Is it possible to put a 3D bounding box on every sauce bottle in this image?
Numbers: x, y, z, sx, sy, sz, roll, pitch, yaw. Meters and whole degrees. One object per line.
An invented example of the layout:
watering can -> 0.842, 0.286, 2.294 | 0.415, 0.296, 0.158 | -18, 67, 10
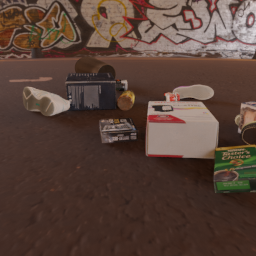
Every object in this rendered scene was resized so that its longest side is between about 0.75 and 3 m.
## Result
sauce bottle -> -0.053, -1.473, 14.016 | 0.773, 0.773, 2.342 | 1, 18, 3

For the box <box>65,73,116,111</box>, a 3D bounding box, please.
box -> -1.843, -1.878, 13.988 | 2.307, 1.454, 2.346 | -4, 21, -7

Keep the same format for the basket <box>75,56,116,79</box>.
basket -> -2.221, -4.122, 20.567 | 2.437, 1.838, 2.703 | 6, 16, -38

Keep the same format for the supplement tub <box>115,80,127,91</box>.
supplement tub -> -0.639, -2.735, 17.952 | 1.137, 0.697, 0.697 | -2, 18, -9

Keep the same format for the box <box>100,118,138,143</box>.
box -> -0.361, 0.057, 9.861 | 1.221, 0.385, 1.548 | -3, 19, -7

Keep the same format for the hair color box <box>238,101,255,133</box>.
hair color box -> 4.751, -0.091, 9.109 | 0.688, 1.137, 2.273 | -9, 19, -26

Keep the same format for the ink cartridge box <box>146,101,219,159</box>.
ink cartridge box -> 1.559, -0.067, 8.869 | 1.949, 1.107, 2.674 | 1, 17, 4

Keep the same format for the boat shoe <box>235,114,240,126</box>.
boat shoe -> 5.067, -0.354, 10.731 | 1.812, 0.676, 0.564 | 1, 23, 20

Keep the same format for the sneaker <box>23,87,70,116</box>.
sneaker -> -3.880, -1.210, 13.040 | 2.965, 1.043, 1.188 | 23, 21, 37

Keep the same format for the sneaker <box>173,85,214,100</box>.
sneaker -> 3.717, -2.121, 15.960 | 2.227, 0.807, 1.270 | 5, 15, 14

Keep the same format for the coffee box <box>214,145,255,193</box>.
coffee box -> 2.610, 0.935, 6.719 | 1.047, 0.374, 1.703 | -7, 18, 23

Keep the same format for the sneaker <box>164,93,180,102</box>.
sneaker -> 2.311, -1.595, 14.748 | 0.816, 0.508, 1.523 | 0, 15, 9

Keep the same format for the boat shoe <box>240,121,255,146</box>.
boat shoe -> 4.509, 0.422, 7.718 | 2.837, 1.038, 0.919 | 13, 17, 34
